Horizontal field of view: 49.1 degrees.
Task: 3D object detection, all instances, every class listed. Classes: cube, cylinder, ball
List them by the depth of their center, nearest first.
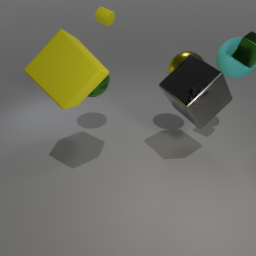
[{"bbox_3d":[-1.548,-1.508,7.461,1.400,1.400,1.400,45,9,-3],"label":"cube"},{"bbox_3d":[3.699,-2.355,8.426,0.700,0.700,0.700,40,50,17],"label":"cube"},{"bbox_3d":[2.085,-1.109,8.619,1.400,1.400,1.400,-44,49,3],"label":"cube"},{"bbox_3d":[3.854,-2.473,9.887,1.400,1.400,1.400,0,30,0],"label":"ball"},{"bbox_3d":[2.139,-2.058,10.172,1.400,1.400,1.400,0,30,0],"label":"ball"},{"bbox_3d":[-1.394,-1.863,10.610,1.400,1.400,1.400,0,30,0],"label":"ball"},{"bbox_3d":[-1.114,-5.394,13.552,0.700,0.700,0.700,30,39,18],"label":"cylinder"}]
